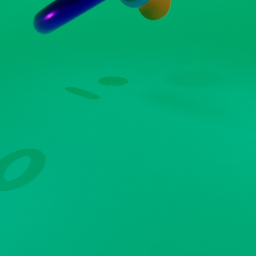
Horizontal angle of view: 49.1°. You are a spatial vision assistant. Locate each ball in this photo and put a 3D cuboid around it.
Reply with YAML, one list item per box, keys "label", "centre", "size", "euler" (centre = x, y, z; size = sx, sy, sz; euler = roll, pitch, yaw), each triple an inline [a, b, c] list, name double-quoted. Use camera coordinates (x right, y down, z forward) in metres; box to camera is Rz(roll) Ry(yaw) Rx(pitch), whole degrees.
- label: "ball"
  centre: [0.931, -4.465, 9.974]
  size: [1.181, 1.181, 1.181]
  euler: [0, 29, 0]

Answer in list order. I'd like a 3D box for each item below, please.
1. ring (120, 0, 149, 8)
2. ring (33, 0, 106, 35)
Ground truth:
- label: "ring"
  centre: [0.207, -4.471, 8.323]
  size: [1.668, 1.668, 0.334]
  euler: [24, 32, 37]
- label: "ring"
  centre: [-0.758, -1.967, 4.386]
  size: [1.627, 0.325, 1.627]
  euler: [-25, 24, 12]
